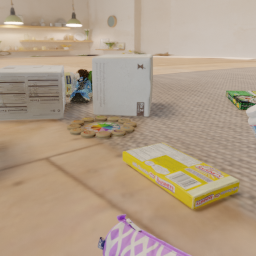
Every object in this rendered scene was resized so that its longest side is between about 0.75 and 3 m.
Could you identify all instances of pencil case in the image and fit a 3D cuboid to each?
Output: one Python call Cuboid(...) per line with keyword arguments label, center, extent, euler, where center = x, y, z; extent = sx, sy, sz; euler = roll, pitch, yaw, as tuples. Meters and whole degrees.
Cuboid(label="pencil case", center=(0.359, 1.408, 2.929), extent=(1.350, 0.577, 0.566), euler=(15, -3, 35))

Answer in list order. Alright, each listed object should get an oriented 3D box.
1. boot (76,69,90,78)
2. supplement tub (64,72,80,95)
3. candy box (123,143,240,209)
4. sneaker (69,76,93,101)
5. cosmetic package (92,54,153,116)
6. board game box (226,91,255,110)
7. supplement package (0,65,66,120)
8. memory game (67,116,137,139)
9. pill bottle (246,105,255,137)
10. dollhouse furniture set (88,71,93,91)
Cuboid(label="boot", center=(-2.083, -2.482, 14.958), extent=(2.208, 0.828, 1.184), euler=(8, -25, -44))
Cuboid(label="supplement tub", center=(-3.058, -2.111, 13.328), extent=(1.473, 1.068, 1.068), euler=(-6, 18, -15))
Cuboid(label="candy box", center=(0.889, 0.795, 5.380), extent=(1.094, 0.283, 2.140), euler=(-8, 19, -30))
Cuboid(label="sneaker", center=(-2.071, -1.731, 12.205), extent=(0.880, 1.010, 2.245), euler=(-1, 17, -2))
Cuboid(label="cosmetic package", center=(-0.101, -1.679, 10.392), extent=(1.989, 1.987, 2.411), euler=(2, 16, 6))
Cuboid(label="board game box", center=(5.076, -1.192, 11.701), extent=(1.462, 0.327, 2.790), euler=(1, 17, 9))
Cuboid(label="supplement package", center=(-3.438, -1.395, 10.178), extent=(2.195, 1.563, 2.818), euler=(-3, 17, -10))
Cuboid(label="memory game", center=(-0.786, -0.069, 8.388), extent=(2.093, 0.133, 2.093), euler=(0, 18, 0))
Cuboid(label="pill bottle", center=(3.159, -0.060, 6.561), extent=(0.517, 0.951, 0.517), euler=(-30, 11, 6))
Cuboid(label="dollhouse furniture set", center=(-0.875, -2.274, 14.307), extent=(2.024, 1.015, 1.326), euler=(-12, 33, -41))
